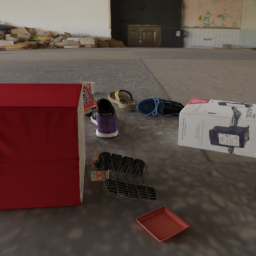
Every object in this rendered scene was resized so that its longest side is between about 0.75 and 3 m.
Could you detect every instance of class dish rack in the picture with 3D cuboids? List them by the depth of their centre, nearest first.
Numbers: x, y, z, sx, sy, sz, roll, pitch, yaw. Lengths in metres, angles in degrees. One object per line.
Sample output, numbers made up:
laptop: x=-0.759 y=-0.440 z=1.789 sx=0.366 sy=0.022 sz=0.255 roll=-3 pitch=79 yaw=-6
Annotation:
dish rack: x=-0.056 y=1.226 z=6.760 sx=1.372 sy=0.488 sz=1.789 roll=13 pitch=22 yaw=-16

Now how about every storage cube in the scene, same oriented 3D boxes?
storage cube: x=-2.381 y=0.305 z=6.893 sx=2.539 sy=2.414 sz=2.825 roll=-1 pitch=20 yaw=-7

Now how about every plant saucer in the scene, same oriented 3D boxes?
plant saucer: x=0.691 y=1.962 z=5.673 sx=0.784 sy=0.144 sz=0.783 roll=-13 pitch=24 yaw=-32

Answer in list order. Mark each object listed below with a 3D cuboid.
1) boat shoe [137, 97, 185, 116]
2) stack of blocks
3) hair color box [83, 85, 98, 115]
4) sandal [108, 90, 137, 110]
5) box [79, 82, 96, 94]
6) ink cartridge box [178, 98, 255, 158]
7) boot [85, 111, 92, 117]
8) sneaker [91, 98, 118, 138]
boat shoe: x=1.484 y=-0.969 z=12.400 sx=2.164 sy=0.911 sz=0.743 roll=-4 pitch=13 yaw=-4
stack of blocks: x=-0.672 y=1.069 z=7.810 sx=0.610 sy=0.310 sz=1.059 roll=0 pitch=21 yaw=0
hair color box: x=-2.337 y=-0.511 z=9.546 sx=2.510 sy=0.769 sz=1.274 roll=-27 pitch=0 yaw=0
sandal: x=-0.241 y=-1.540 z=14.174 sx=1.093 sy=0.735 sz=2.722 roll=-7 pitch=22 yaw=-17
box: x=-2.419 y=-2.384 z=16.598 sx=0.977 sy=0.624 sz=0.532 roll=3 pitch=21 yaw=8
ink cartridge box: x=3.439 y=-0.088 z=9.553 sx=2.969 sy=1.252 sz=2.149 roll=9 pitch=22 yaw=22
boot: x=-2.269 y=-0.894 z=12.578 sx=1.360 sy=0.618 sz=1.618 roll=3 pitch=14 yaw=-2
sneaker: x=-0.894 y=-0.667 z=11.137 sx=1.060 sy=1.225 sz=2.798 roll=-5 pitch=21 yaw=-13
